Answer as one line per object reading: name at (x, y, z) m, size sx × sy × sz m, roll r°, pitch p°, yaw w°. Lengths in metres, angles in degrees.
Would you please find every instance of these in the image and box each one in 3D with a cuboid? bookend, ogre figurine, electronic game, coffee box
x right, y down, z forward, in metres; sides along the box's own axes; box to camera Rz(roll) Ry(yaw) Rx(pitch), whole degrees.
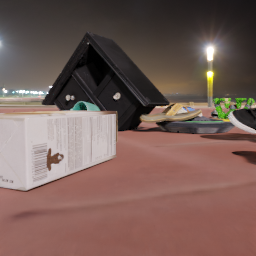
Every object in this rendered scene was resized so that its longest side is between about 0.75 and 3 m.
bookend at (-0.763, -0.739, 8.053) m, size 2.712 × 2.695 × 1.249 m, roll -48°, pitch -21°, yaw 27°
ogre figurine at (4.568, -0.808, 12.203) m, size 1.655 × 0.992 × 0.812 m, roll 0°, pitch 9°, yaw 14°
electronic game at (1.867, -0.150, 7.811) m, size 2.177 × 0.453 × 2.177 m, roll 0°, pitch 5°, yaw 0°
coffee box at (-0.921, 0.144, 3.293) m, size 0.960 × 0.669 × 1.679 m, roll 2°, pitch 6°, yaw 24°

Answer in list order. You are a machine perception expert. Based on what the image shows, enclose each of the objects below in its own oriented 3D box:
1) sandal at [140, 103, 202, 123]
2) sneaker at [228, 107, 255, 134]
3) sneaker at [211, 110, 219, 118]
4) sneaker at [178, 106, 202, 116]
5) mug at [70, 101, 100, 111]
sandal at (1.105, -0.413, 7.213) m, size 1.626 × 0.439 × 0.653 m, roll -4°, pitch 8°, yaw -1°
sneaker at (2.833, -0.358, 5.549) m, size 1.626 × 0.909 × 0.594 m, roll 7°, pitch 41°, yaw -25°
sneaker at (4.558, -0.731, 14.741) m, size 0.620 × 0.403 × 1.074 m, roll -4°, pitch 7°, yaw -20°
sneaker at (2.560, -0.701, 13.015) m, size 1.555 × 0.597 × 0.865 m, roll 3°, pitch 10°, yaw -10°
mug at (-1.097, -0.333, 7.442) m, size 0.573 × 0.926 × 0.761 m, roll 13°, pitch -50°, yaw -43°
